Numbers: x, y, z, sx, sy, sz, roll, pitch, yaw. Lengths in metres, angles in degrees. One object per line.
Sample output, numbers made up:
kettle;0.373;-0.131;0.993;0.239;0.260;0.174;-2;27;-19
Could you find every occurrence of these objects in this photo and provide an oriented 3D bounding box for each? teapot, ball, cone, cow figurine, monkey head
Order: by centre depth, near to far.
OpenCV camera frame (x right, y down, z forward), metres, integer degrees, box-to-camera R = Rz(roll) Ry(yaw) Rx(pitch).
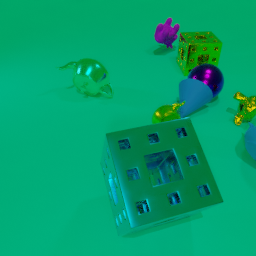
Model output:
teapot;3.002;0.302;5.810;0.863;1.096;1.763;-42;29;-6
teapot;0.973;-0.205;6.692;0.720;1.158;0.567;28;13;-21
monkey head;3.040;-0.583;7.302;0.738;0.618;1.025;35;67;14
cone;1.629;-0.631;7.566;0.992;0.992;0.996;21;65;25
ball;2.224;-1.329;8.068;1.046;1.046;1.046;0;37;0
teapot;-1.196;-1.465;8.218;1.824;1.134;0.893;31;57;-9
cow figurine;1.433;-3.492;10.677;0.738;1.323;1.345;45;57;11

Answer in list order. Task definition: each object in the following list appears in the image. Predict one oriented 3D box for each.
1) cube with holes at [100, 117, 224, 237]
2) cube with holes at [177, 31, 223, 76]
cube with holes;0.406;0.841;4.580;1.366;1.366;1.366;-11;67;-14
cube with holes;2.407;-2.569;9.630;1.119;1.119;1.119;-3;38;-4
